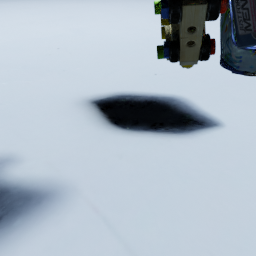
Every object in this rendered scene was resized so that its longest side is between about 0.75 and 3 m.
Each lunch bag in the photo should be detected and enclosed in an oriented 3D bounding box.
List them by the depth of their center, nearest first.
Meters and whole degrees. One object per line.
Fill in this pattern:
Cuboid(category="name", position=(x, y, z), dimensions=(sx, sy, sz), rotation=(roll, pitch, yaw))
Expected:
Cuboid(category="lunch bag", position=(3.491, -2.468, 7.147), dimensions=(2.134, 1.094, 2.655), rotation=(7, 58, 4))

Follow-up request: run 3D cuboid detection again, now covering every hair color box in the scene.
Cuboid(category="hair color box", position=(1.993, -1.782, 3.092), dimensions=(2.397, 1.199, 0.725), rotation=(-30, 21, -36))

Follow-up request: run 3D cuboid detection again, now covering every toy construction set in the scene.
Cuboid(category="toy construction set", position=(0.707, -1.782, 3.753), dimensions=(1.149, 2.493, 1.635), rotation=(-8, 67, 21))
